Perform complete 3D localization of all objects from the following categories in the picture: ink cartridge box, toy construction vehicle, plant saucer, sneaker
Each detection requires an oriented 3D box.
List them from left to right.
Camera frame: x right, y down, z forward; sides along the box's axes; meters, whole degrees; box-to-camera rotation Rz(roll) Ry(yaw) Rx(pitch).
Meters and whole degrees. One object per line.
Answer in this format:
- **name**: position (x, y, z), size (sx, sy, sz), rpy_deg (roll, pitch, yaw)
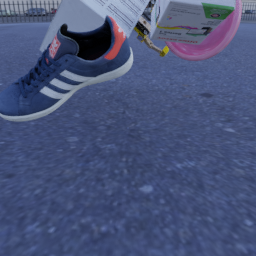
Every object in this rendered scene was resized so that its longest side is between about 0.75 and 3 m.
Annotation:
- **sneaker**: position (-1.326, -1.170, 5.197), size (2.863, 1.210, 1.073), rpy_deg (-29, 61, -4)
- **toy construction vehicle**: position (1.062, -4.317, 11.354), size (2.107, 2.420, 0.852), rpy_deg (-55, 12, -26)
- **ink cartridge box**: position (1.508, -2.945, 7.067), size (1.507, 0.874, 2.082), rpy_deg (4, -6, -7)
- **plant saucer**: position (2.298, -3.463, 8.843), size (2.644, 2.644, 0.670), rpy_deg (21, 21, 37)

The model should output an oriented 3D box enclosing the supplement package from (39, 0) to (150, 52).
- **supplement package**: position (-0.984, -3.485, 9.119), size (2.044, 2.657, 2.779), rpy_deg (35, 52, -15)
